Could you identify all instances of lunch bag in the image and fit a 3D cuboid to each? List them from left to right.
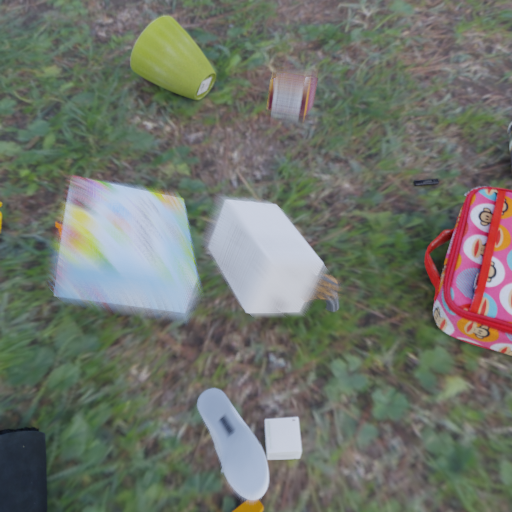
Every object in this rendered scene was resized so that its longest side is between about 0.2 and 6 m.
[{"bbox_3d":[4.278,0.199,9.723,2.590,1.204,2.940,16,59,15],"label":"lunch bag"}]

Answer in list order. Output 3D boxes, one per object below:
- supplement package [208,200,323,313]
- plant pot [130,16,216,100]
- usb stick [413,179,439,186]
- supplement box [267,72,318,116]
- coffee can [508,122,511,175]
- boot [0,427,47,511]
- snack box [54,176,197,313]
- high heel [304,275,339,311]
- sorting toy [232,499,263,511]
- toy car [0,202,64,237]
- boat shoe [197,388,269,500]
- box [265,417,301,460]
[{"bbox_3d":[0.090,-0.011,8.424,0.966,0.954,1.594,2,36,-31],"label":"supplement package"},{"bbox_3d":[-1.706,-4.195,12.391,1.554,1.454,1.454,40,65,6],"label":"plant pot"},{"bbox_3d":[3.444,-1.489,11.351,0.504,0.082,0.140,-5,52,-3],"label":"usb stick"},{"bbox_3d":[0.618,-2.707,9.323,0.635,0.493,1.151,12,25,9],"label":"supplement box"},{"bbox_3d":[5.578,-2.182,11.326,0.839,0.839,1.146,9,58,5],"label":"coffee can"},{"bbox_3d":[-4.083,3.712,7.519,2.736,1.045,2.299,-14,63,-17],"label":"boot"},{"bbox_3d":[-2.010,-0.221,8.670,1.907,0.765,2.262,11,35,-20],"label":"snack box"},{"bbox_3d":[0.658,0.509,9.481,1.503,1.071,0.537,7,62,16],"label":"high heel"},{"bbox_3d":[-0.615,4.452,7.490,2.359,0.316,1.757,-30,55,-22],"label":"sorting toy"},{"bbox_3d":[-3.644,-0.369,10.463,3.059,1.500,1.018,12,102,26],"label":"toy car"},{"bbox_3d":[-0.290,2.569,7.489,0.592,0.684,1.604,-30,50,-12],"label":"boat shoe"},{"bbox_3d":[0.401,2.770,8.482,0.530,0.454,0.528,-3,58,-2],"label":"box"}]
